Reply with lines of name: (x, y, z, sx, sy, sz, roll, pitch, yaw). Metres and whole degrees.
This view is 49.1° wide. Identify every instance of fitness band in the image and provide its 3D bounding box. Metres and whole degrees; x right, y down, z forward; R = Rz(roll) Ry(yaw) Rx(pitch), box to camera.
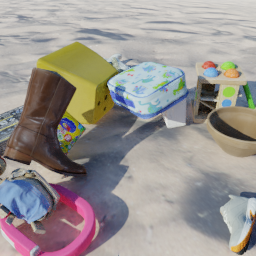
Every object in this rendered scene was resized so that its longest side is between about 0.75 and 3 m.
fitness band: (-2.115, 2.360, 7.331, 2.739, 0.513, 1.967, 21, 39, 33)

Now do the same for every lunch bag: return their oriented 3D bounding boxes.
lunch bag: (0.641, -1.469, 10.448, 2.227, 1.142, 2.770, -32, 34, -20)

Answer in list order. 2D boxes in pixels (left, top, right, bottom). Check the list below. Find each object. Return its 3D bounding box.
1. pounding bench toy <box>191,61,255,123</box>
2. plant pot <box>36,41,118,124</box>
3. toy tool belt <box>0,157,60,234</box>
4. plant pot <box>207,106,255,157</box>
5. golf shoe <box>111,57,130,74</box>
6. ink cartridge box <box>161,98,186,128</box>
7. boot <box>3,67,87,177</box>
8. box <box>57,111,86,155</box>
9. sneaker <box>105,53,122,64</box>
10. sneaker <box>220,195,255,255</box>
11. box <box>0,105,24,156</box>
pounding bench toy: (4.263, -1.559, 11.745, 2.876, 2.243, 1.787, 4, 34, 6)
plant pot: (-1.939, -1.684, 11.799, 2.399, 2.719, 2.719, 23, 39, 17)
toy tool belt: (-2.816, 1.679, 7.043, 2.157, 1.347, 1.325, 41, 16, -16)
plant pot: (4.000, 0.253, 10.031, 2.418, 1.116, 2.418, 0, 34, 0)
golf shoe: (-0.231, -3.050, 15.441, 1.271, 1.024, 2.615, 5, 35, -25)
ink cartridge box: (1.793, -1.106, 11.768, 0.818, 1.395, 1.905, -9, 34, -4)
boot: (-1.981, -0.139, 8.436, 2.707, 2.904, 0.933, 25, -13, -36)
box: (-2.484, 0.152, 9.519, 1.457, 0.889, 1.404, 42, 50, -14)
sneaker: (-0.814, -4.006, 17.115, 1.539, 0.581, 0.885, -30, 52, -26)
sneaker: (2.763, 2.434, 7.248, 0.882, 0.726, 1.918, 11, 27, 29)
box: (-4.460, -0.021, 10.931, 1.949, 0.594, 2.417, 26, 41, 36)
